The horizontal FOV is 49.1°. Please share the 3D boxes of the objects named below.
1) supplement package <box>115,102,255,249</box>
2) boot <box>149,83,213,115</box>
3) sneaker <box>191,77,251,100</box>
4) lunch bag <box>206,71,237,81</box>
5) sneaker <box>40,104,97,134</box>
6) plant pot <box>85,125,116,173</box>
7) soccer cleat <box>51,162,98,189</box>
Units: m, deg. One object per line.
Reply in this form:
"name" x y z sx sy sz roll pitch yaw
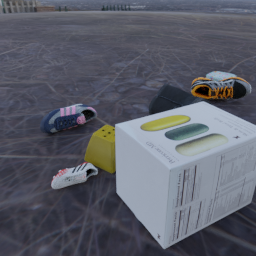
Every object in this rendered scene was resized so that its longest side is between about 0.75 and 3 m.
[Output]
"supplement package" 1.153 0.738 5.554 2.294 1.728 1.741 -15 31 -27
"boot" 1.072 -0.293 8.148 2.044 0.814 2.480 -43 26 0
"sneaker" 3.480 -1.418 10.715 2.255 0.882 0.871 4 30 28
"lunch bag" 4.070 -2.115 12.350 1.223 0.471 0.981 20 36 33
"sneaker" -1.780 -0.296 8.676 0.778 0.665 1.896 17 33 35
"plant pot" -0.480 0.450 7.037 0.893 0.788 0.893 22 35 24
"soccer cleat" -1.194 1.099 6.352 0.476 0.384 1.118 20 29 41
